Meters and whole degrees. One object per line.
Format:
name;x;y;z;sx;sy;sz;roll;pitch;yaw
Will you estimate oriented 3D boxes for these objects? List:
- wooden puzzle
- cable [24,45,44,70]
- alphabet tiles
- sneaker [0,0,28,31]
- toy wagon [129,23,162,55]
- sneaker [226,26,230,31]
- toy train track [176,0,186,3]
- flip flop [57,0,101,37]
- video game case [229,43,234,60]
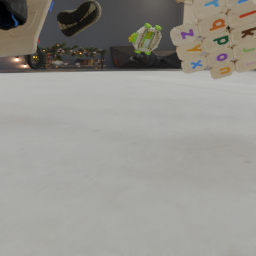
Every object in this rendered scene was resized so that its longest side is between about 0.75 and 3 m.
wooden puzzle;-2.790;-2.812;7.130;2.146;2.317;0.536;2;-18;25
cable;-3.262;-3.064;8.788;1.268;2.611;0.657;-40;59;-10
alphabet tiles;2.432;-2.191;6.693;2.593;0.193;2.651;-14;-35;19
sneaker;-2.318;-2.600;5.061;1.018;1.559;2.788;-5;22;-12
toy wagon;0.446;-2.490;7.813;1.079;0.837;0.213;-4;44;-35
sneaker;3.619;-2.815;7.680;0.760;1.050;2.150;-3;27;-47
toy train track;0.787;-3.229;5.834;2.160;1.239;0.351;-20;57;-21
flip flop;-1.698;-3.881;9.898;2.251;0.913;0.648;-7;20;41
video game case;3.525;-3.151;9.972;1.061;1.165;0.134;25;-20;-34
